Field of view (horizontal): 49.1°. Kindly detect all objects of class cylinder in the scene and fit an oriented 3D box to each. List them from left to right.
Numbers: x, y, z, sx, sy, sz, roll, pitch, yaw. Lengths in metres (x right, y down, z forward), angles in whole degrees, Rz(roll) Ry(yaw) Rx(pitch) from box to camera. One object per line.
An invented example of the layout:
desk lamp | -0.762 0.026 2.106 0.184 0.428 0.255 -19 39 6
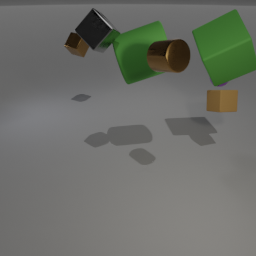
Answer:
cylinder | 0.424 -2.101 7.897 1.400 1.400 1.400 -17 26 8
cylinder | 0.889 -1.582 6.179 0.700 0.700 0.700 -17 20 -29

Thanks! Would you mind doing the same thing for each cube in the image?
cube | -2.173 -3.575 12.046 0.700 0.700 0.700 21 -9 23
cube | -0.735 -2.371 6.908 0.700 0.700 0.700 47 17 3
cube | 3.069 -0.892 9.160 0.700 0.700 0.700 -3 9 -22
cube | 2.990 -2.426 8.649 1.400 1.400 1.400 -22 53 22

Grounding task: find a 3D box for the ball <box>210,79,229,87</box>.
ball | 3.294 -1.833 10.056 0.700 0.700 0.700 0 27 0
